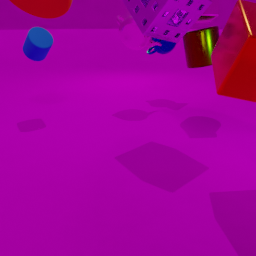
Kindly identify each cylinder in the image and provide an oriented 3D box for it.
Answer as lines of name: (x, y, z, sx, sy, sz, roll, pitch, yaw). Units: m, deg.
cylinder: (-3.049, -2.820, 9.467, 0.828, 0.828, 0.828, -18, -10, -38)
cylinder: (2.512, -2.733, 9.489, 1.182, 1.182, 1.182, -11, 17, 3)
cylinder: (-1.162, -2.260, 3.889, 1.008, 1.008, 1.008, 9, -23, 4)

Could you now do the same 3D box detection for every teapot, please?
teapot: (1.513, -3.802, 11.873, 1.864, 1.159, 0.912, -46, 38, 4)
teapot: (0.377, -3.590, 10.548, 2.000, 1.244, 0.979, 35, 44, -4)

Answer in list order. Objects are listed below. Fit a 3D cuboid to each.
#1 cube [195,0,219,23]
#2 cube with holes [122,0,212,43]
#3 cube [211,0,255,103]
cube: (2.395, -3.964, 9.125, 0.840, 0.840, 0.840, -1, 6, -5)
cube with holes: (0.965, -3.286, 7.226, 1.370, 1.370, 1.370, -4, 59, -41)
cube: (2.403, -1.342, 5.121, 1.262, 1.262, 1.262, 11, 50, -4)
